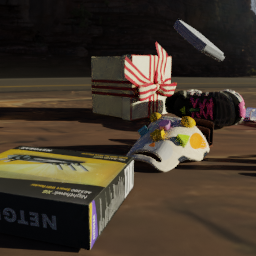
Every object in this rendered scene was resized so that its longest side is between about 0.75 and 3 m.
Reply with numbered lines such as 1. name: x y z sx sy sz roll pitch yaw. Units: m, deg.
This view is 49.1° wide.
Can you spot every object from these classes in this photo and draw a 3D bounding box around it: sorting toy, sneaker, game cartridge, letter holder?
1. sorting toy: 0.597 0.359 5.335 1.459 0.779 1.313 9 34 35
2. sneaker: 2.131 -0.600 8.502 1.309 1.104 2.994 -12 16 -22
3. game cartridge: 1.813 -2.324 7.354 0.981 0.298 1.472 17 32 -39
4. letter holder: 1.453 0.098 6.315 0.834 0.593 0.419 11 17 40

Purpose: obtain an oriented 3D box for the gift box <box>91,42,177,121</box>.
1. gift box: 0.146 -1.689 10.025 2.437 2.610 2.408 13 23 42

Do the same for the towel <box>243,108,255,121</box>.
1. towel: 4.692 -0.407 9.661 1.361 0.224 1.880 8 16 25

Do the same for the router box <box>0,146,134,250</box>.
1. router box: -1.054 0.728 3.598 1.952 0.510 1.535 4 13 16

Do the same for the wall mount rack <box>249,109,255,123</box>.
1. wall mount rack: 4.322 -0.327 8.312 1.106 0.475 1.273 -6 20 -16
